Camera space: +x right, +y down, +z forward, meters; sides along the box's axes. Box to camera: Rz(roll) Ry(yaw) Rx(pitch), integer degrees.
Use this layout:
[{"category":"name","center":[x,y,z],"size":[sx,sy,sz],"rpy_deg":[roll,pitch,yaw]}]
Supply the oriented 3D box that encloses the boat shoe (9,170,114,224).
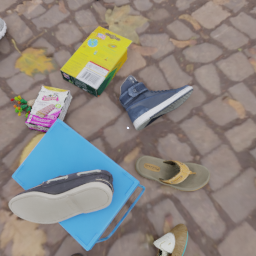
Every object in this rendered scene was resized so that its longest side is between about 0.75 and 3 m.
[{"category":"boat shoe","center":[-1.569,1.600,6.751],"size":[2.683,0.975,0.841],"rpy_deg":[-14,27,16]}]

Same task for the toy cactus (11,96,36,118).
[{"category":"toy cactus","center":[-3.677,-0.830,10.035],"size":[0.835,0.517,1.012],"rpy_deg":[-30,60,-24]}]

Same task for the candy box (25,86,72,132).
[{"category":"candy box","center":[-2.756,-0.653,9.854],"size":[1.083,0.484,1.588],"rpy_deg":[11,63,9]}]

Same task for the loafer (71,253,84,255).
[{"category":"loafer","center":[-1.079,4.393,7.350],"size":[0.801,0.778,2.192],"rpy_deg":[-31,69,-14]}]

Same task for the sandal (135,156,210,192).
[{"category":"sandal","center":[1.399,1.361,8.851],"size":[2.402,0.649,0.965],"rpy_deg":[13,65,6]}]

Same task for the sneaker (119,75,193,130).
[{"category":"sneaker","center":[0.892,-1.296,9.928],"size":[2.526,0.961,1.825],"rpy_deg":[-30,71,-12]}]

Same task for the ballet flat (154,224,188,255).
[{"category":"ballet flat","center":[0.947,3.600,7.676],"size":[0.811,0.761,2.243],"rpy_deg":[35,71,-23]}]

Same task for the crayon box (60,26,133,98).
[{"category":"crayon box","center":[-1.130,-2.584,10.706],"size":[1.634,0.654,2.574],"rpy_deg":[29,69,13]}]

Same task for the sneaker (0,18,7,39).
[{"category":"sneaker","center":[-5.611,-3.608,10.489],"size":[1.104,1.211,2.954],"rpy_deg":[-13,40,21]}]

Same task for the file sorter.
[{"category":"file sorter","center":[-1.246,1.538,7.884],"size":[2.888,1.772,2.004],"rpy_deg":[35,84,21]}]
